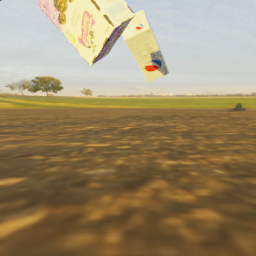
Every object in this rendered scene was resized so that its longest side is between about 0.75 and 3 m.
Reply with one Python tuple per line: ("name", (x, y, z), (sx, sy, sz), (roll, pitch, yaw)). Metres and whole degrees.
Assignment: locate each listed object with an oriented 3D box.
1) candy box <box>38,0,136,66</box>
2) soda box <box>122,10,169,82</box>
("candy box", (-0.714, -1.895, 4.478), (0.503, 1.407, 1.180), (-43, 4, -30))
("soda box", (0.614, -2.652, 9.524), (0.892, 0.834, 2.618), (-22, -27, 12))
